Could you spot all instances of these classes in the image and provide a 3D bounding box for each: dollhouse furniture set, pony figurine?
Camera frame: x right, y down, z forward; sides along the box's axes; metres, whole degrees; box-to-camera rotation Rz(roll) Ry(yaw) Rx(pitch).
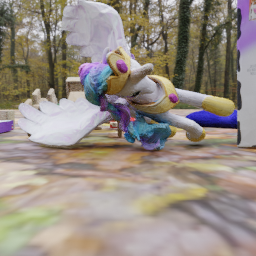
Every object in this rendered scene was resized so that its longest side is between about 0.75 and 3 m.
[{"bbox_3d":[-4.032,-0.850,6.710,2.121,1.876,1.179,-1,5,-2],"label":"dollhouse furniture set"},{"bbox_3d":[-1.077,-0.247,6.311,1.844,1.306,2.007,-1,26,-2],"label":"dollhouse furniture set"},{"bbox_3d":[-0.076,-0.598,4.361,2.758,2.379,2.857,16,-1,41],"label":"pony figurine"}]

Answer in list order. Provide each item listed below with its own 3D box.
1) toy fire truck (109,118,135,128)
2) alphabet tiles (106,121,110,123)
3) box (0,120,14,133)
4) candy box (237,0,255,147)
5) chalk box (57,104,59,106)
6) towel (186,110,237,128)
[{"bbox_3d":[-0.103,-0.118,7.443,0.859,0.297,1.219,-2,7,3],"label":"toy fire truck"},{"bbox_3d":[-0.474,-0.340,10.847,2.819,0.206,2.757,-3,6,-35],"label":"alphabet tiles"},{"bbox_3d":[-3.292,-0.009,6.243,0.947,0.271,1.384,0,5,1],"label":"box"},{"bbox_3d":[2.676,-1.011,3.734,2.197,2.620,0.937,3,12,32],"label":"candy box"},{"bbox_3d":[-2.412,-0.692,10.870,0.555,0.896,0.559,2,6,20],"label":"chalk box"},{"bbox_3d":[3.058,-0.321,8.410,2.213,0.548,1.634,4,5,39],"label":"towel"}]
